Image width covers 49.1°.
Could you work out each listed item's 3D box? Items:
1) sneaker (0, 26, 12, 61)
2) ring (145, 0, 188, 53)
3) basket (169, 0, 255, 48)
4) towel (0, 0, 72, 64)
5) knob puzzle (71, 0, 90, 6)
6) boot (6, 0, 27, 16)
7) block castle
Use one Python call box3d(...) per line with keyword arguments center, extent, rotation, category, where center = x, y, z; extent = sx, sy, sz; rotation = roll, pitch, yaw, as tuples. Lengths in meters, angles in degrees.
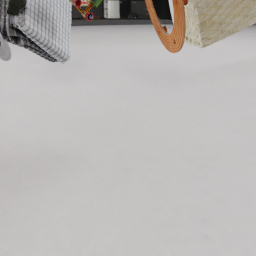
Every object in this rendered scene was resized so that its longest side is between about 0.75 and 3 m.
box3d(center=(-3.432, -2.374, 7.419), extent=(0.425, 1.125, 0.640), rotation=(-22, 41, -4), category="sneaker")
box3d(center=(0.582, -2.228, 4.684), extent=(0.188, 1.954, 1.954), rotation=(-19, 27, -2), category="ring")
box3d(center=(2.157, -2.910, 6.863), extent=(1.883, 1.276, 1.161), rotation=(-26, 38, -5), category="basket")
box3d(center=(-2.802, -3.613, 8.707), extent=(1.212, 2.831, 2.344), rotation=(-6, -11, 21), category="towel")
box3d(center=(-2.006, -5.095, 10.616), extent=(1.249, 1.249, 0.173), rotation=(-16, -11, -30), category="knob puzzle")
box3d(center=(-2.836, -3.554, 7.069), extent=(0.409, 1.128, 1.025), rotation=(11, -14, -42), category="boot")
box3d(center=(-1.037, -3.913, 8.223), extent=(0.597, 1.272, 0.850), rotation=(40, 2, 35), category="block castle")
